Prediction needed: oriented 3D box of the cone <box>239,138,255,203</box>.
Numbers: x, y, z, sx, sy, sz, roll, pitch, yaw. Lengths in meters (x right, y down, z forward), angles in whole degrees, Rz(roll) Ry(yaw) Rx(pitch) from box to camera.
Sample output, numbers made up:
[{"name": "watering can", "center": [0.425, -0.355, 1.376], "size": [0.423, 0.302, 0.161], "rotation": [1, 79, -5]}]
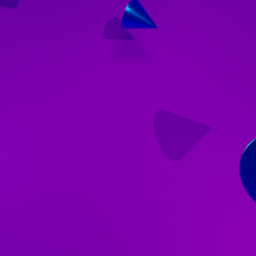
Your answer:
[{"name": "cone", "center": [3.099, 0.616, 5.081], "size": [1.564, 1.558, 1.558], "rotation": [-19, 75, -44]}]

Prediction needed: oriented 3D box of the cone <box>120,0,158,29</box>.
[{"name": "cone", "center": [0.413, -2.925, 7.626], "size": [0.911, 0.908, 0.908], "rotation": [29, 79, 6]}]
